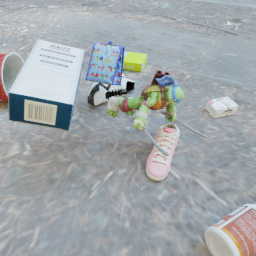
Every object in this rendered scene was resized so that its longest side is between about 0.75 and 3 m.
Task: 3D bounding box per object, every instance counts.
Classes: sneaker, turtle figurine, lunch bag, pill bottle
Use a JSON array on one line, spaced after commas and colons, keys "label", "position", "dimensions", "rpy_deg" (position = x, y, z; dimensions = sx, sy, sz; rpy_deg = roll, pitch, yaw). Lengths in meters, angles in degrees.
[{"label": "sneaker", "position": [-0.578, -1.407, 10.221], "dimensions": [0.869, 0.801, 2.173], "rpy_deg": [28, 46, 28]}, {"label": "sneaker", "position": [0.956, 0.531, 7.633], "dimensions": [0.671, 0.932, 1.782], "rpy_deg": [15, 42, 16]}, {"label": "turtle figurine", "position": [0.566, -0.253, 7.448], "dimensions": [2.184, 2.252, 1.621], "rpy_deg": [5, 41, 48]}, {"label": "lunch bag", "position": [-0.710, -2.143, 9.118], "dimensions": [1.039, 1.380, 0.649], "rpy_deg": [14, 11, 20]}, {"label": "pill bottle", "position": [2.387, 2.090, 5.692], "dimensions": [1.509, 0.847, 0.847], "rpy_deg": [-21, 43, -24]}]

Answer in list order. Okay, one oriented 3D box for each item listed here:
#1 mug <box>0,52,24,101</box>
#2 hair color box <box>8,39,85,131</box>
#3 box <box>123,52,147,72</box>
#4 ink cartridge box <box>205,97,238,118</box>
[{"label": "mug", "position": [-5.169, -1.689, 10.280], "dimensions": [2.619, 2.324, 1.747], "rpy_deg": [1, 74, 7]}, {"label": "hair color box", "position": [-1.847, -1.141, 6.785], "dimensions": [1.319, 0.798, 2.639], "rpy_deg": [11, 39, -11]}, {"label": "box", "position": [-0.155, -3.041, 12.578], "dimensions": [1.841, 0.439, 1.123], "rpy_deg": [10, 39, 12]}, {"label": "ink cartridge box", "position": [3.217, -0.716, 9.663], "dimensions": [0.888, 0.377, 0.647], "rpy_deg": [-10, 39, -15]}]
